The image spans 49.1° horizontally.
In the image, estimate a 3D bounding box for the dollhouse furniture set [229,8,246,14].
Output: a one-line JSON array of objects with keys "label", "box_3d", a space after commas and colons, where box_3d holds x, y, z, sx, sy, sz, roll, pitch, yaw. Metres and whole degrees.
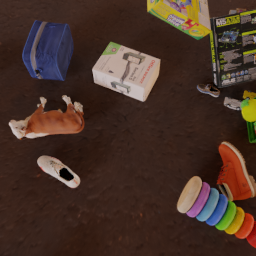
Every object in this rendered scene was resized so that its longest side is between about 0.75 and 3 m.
[{"label": "dollhouse furniture set", "box_3d": [4.581, -4.268, 12.005, 1.048, 1.517, 1.607, 2, 27, 1]}]

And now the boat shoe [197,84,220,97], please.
[{"label": "boat shoe", "box_3d": [3.308, -1.614, 11.454, 0.957, 0.346, 0.346, 23, 64, 12]}]

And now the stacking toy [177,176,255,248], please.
[{"label": "stacking toy", "box_3d": [3.096, 2.723, 8.736, 2.940, 1.255, 1.255, 28, 65, 7]}]

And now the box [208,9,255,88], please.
[{"label": "box", "box_3d": [4.690, -3.241, 11.210, 2.824, 0.671, 2.727, -15, 106, -7]}]

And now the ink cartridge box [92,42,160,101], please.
[{"label": "ink cartridge box", "box_3d": [-0.034, -2.320, 11.479, 2.296, 0.965, 1.671, 22, 64, 12]}]

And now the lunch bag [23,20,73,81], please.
[{"label": "lunch bag", "box_3d": [-3.344, -3.095, 11.516, 1.595, 1.638, 2.411, 7, 63, 4]}]

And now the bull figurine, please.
[{"label": "bull figurine", "box_3d": [-2.946, -0.338, 10.456, 2.714, 0.884, 1.647, 0, 61, 0]}]

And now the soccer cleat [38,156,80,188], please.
[{"label": "soccer cleat", "box_3d": [-2.391, 1.414, 9.577, 1.771, 0.754, 0.608, 32, 66, 16]}]

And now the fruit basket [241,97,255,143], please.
[{"label": "fruit basket", "box_3d": [4.686, -0.456, 10.250, 1.832, 1.321, 1.832, 7, 62, -13]}]

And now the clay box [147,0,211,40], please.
[{"label": "clay box", "box_3d": [1.429, -3.831, 8.461, 2.509, 0.597, 1.442, 14, 65, -32]}]

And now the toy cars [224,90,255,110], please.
[{"label": "toy cars", "box_3d": [4.583, -1.060, 11.170, 1.609, 0.356, 0.721, -18, 64, -6]}]

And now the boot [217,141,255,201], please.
[{"label": "boot", "box_3d": [3.449, 1.467, 9.579, 1.116, 0.781, 2.081, -17, 64, -3]}]
